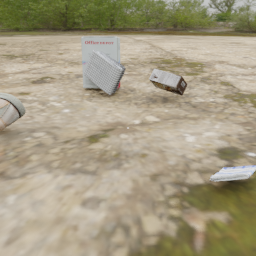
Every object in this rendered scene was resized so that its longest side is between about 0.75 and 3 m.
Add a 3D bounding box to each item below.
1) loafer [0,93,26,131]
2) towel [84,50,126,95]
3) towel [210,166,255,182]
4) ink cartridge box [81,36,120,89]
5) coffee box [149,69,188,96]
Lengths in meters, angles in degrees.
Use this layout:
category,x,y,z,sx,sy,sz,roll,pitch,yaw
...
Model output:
category,x,y,z,sx,sy,sz,roll,pitch,yaw
loafer,-3.889,-0.416,7.195,2.719,0.977,0.855,3,46,28
towel,-0.869,-2.090,10.467,1.405,1.164,0.601,37,32,15
towel,1.861,0.775,4.887,0.641,0.104,0.873,-13,-3,34
ink cartridge box,-1.053,-2.656,11.360,1.466,2.012,0.833,2,17,6
coffee box,1.413,-1.607,9.824,1.161,0.463,0.664,25,-5,34
